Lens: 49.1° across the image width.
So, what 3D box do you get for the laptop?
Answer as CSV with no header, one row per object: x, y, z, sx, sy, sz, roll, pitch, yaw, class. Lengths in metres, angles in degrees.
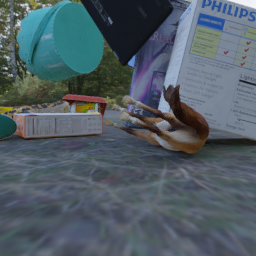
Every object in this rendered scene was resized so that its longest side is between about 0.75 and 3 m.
-0.084,-2.778,6.107,1.569,2.535,2.707,-30,-4,-37,laptop

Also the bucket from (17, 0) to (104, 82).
-2.331,-3.088,10.103,1.818,2.794,2.794,1,4,36,bucket

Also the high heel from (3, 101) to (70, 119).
-2.981,-0.533,9.433,1.761,0.882,2.470,6,14,2,high heel

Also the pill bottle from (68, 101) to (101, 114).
-2.269,-0.895,14.127,1.678,0.932,0.932,0,5,5,pill bottle

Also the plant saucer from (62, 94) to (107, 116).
-2.282,-1.153,14.623,2.207,0.406,2.211,4,-18,-10,plant saucer

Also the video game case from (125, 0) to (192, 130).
1.079,-1.294,6.166,1.991,2.787,0.264,5,11,-21,video game case

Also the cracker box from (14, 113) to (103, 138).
-1.637,-0.090,6.552,1.782,0.514,1.194,-2,5,-32,cracker box

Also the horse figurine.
0.537,-0.019,4.187,1.556,0.586,2.348,19,-8,-11,horse figurine

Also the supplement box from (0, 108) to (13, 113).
-5.294,-0.544,11.632,0.617,0.621,1.134,0,5,2,supplement box

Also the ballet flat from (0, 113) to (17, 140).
-2.930,0.013,5.308,0.583,0.583,1.678,2,8,27,ballet flat

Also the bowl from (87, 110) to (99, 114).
-1.566,-0.533,12.339,0.930,0.500,0.930,-1,5,0,bowl

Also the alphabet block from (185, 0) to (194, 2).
2.269,-3.082,10.328,2.523,2.510,2.570,31,-46,-31,alphabet block

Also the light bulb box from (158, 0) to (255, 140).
1.833,-0.983,5.224,2.092,2.110,1.317,14,4,-5,light bulb box
